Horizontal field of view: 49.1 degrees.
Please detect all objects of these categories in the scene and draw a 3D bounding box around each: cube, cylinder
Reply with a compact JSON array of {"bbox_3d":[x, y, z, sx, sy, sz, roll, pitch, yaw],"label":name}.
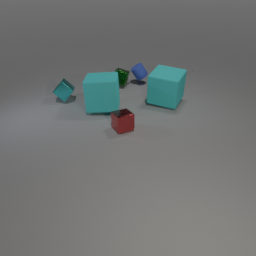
[{"bbox_3d":[-1.125,-1.580,12.308,1.400,1.400,1.400,-2,27,2],"label":"cube"},{"bbox_3d":[1.775,-1.911,12.896,1.400,1.400,1.400,15,38,20],"label":"cube"},{"bbox_3d":[-0.357,-2.747,14.966,0.700,0.700,0.700,17,23,2],"label":"cube"},{"bbox_3d":[-0.205,-0.278,10.925,0.700,0.700,0.700,-14,29,-23],"label":"cube"},{"bbox_3d":[0.619,-3.070,15.281,0.700,0.700,0.700,-29,26,15],"label":"cylinder"},{"bbox_3d":[-3.019,-1.803,13.231,0.700,0.700,0.700,39,16,-18],"label":"cube"}]
